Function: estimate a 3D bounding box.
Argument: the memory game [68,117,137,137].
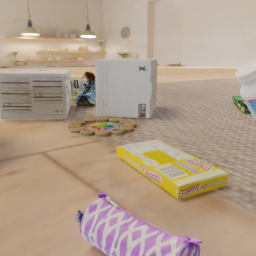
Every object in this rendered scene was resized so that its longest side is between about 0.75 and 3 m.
[{"bbox_3d":[-0.784,-0.080,8.524,2.093,0.133,2.093,0,15,0],"label":"memory game"}]

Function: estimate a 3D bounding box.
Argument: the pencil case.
[{"bbox_3d":[0.080,1.175,2.976,1.350,0.577,0.566,16,-10,38],"label":"pencil case"}]

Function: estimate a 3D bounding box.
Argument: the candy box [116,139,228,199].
[{"bbox_3d":[0.721,0.679,5.401,1.094,0.283,2.140,-5,16,-28],"label":"candy box"}]

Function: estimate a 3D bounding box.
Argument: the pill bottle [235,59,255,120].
[{"bbox_3d":[1.728,-0.366,3.442,0.517,0.951,0.517,-34,16,11],"label":"pill bottle"}]

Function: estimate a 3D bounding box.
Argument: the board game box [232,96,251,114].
[{"bbox_3d":[5.256,-0.981,11.574,1.462,0.327,2.790,1,15,12],"label":"board game box"}]

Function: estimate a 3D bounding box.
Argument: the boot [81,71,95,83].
[{"bbox_3d":[-1.762,-2.239,15.216,2.208,1.184,0.828,16,46,-41],"label":"boot"}]

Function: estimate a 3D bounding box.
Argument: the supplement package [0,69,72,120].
[{"bbox_3d":[-3.321,-1.367,10.502,2.195,1.563,2.818,-1,14,-8],"label":"supplement package"}]

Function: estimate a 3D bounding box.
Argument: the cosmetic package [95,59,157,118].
[{"bbox_3d":[0.028,-1.595,10.555,1.989,1.987,2.411,2,14,9],"label":"cosmetic package"}]

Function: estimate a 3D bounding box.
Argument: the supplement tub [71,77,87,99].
[{"bbox_3d":[-2.762,-1.949,13.676,1.473,1.068,1.068,-4,16,-14],"label":"supplement tub"}]

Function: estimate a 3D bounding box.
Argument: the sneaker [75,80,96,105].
[{"bbox_3d":[-1.847,-1.597,12.468,0.880,1.010,2.245,0,15,1],"label":"sneaker"}]
